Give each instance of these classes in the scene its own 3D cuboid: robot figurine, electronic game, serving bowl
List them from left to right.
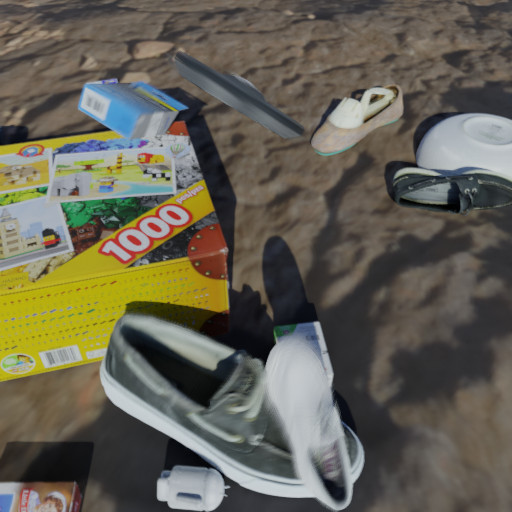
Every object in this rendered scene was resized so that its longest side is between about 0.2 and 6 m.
[{"bbox_3d":[-0.656,2.434,5.863,0.733,0.414,0.622,3,10,3],"label":"robot figurine"},{"bbox_3d":[-0.277,-2.801,9.743,2.545,0.530,2.545,30,13,-8],"label":"electronic game"},{"bbox_3d":[4.164,-1.953,10.184,2.332,0.767,2.332,0,43,0],"label":"serving bowl"}]

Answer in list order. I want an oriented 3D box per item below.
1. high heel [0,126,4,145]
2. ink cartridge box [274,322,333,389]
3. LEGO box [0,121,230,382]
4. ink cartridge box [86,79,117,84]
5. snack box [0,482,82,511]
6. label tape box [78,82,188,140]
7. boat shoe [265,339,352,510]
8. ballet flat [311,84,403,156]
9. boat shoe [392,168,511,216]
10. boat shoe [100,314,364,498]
[{"bbox_3d":[-5.454,-1.842,9.941,1.628,0.815,2.284,-6,28,-16],"label":"high heel"},{"bbox_3d":[0.580,1.287,7.104,0.609,0.351,0.834,-5,44,-5],"label":"ink cartridge box"},{"bbox_3d":[-2.688,-0.151,7.682,4.154,1.603,3.094,-11,45,-11],"label":"LEGO box"},{"bbox_3d":[-3.387,-3.672,12.405,0.686,0.150,0.693,-12,43,-12],"label":"ink cartridge box"},{"bbox_3d":[-2.342,3.453,4.844,1.044,0.353,2.905,-1,44,-1],"label":"snack box"},{"bbox_3d":[-1.726,-2.106,8.038,0.938,0.412,1.301,32,27,13],"label":"label tape box"},{"bbox_3d":[0.531,1.592,5.190,0.602,1.672,0.573,-15,15,-20],"label":"boat shoe"},{"bbox_3d":[2.004,-2.795,11.009,2.425,0.816,0.826,-34,55,-30],"label":"ballet flat"},{"bbox_3d":[3.254,-0.983,9.178,2.044,0.764,0.678,12,46,14],"label":"boat shoe"},{"bbox_3d":[-0.297,1.606,6.069,3.160,1.121,1.139,20,44,7],"label":"boat shoe"}]
